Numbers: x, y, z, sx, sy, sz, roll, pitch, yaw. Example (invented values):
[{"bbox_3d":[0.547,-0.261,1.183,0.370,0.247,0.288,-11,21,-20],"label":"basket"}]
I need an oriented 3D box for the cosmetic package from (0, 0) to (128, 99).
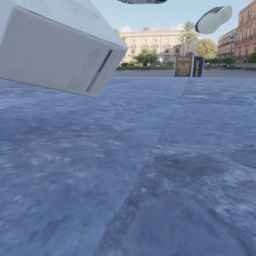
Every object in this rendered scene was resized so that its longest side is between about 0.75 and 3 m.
[{"bbox_3d":[-1.773,-2.134,6.186,2.476,1.522,2.468,9,38,-42],"label":"cosmetic package"}]

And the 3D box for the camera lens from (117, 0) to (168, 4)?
[{"bbox_3d":[0.347,-3.724,6.875,1.265,1.265,1.582,-11,24,-40],"label":"camera lens"}]

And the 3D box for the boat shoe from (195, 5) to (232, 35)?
[{"bbox_3d":[2.553,-3.316,8.610,1.664,0.595,0.497,-36,36,-27],"label":"boat shoe"}]
